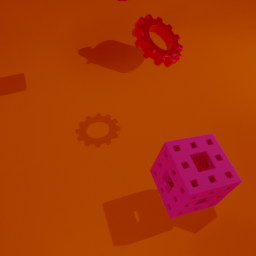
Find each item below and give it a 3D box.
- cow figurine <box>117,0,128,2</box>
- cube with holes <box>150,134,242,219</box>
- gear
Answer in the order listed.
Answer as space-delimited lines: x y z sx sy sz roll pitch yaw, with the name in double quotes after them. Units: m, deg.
-0.050 -4.428 8.337 1.145 1.126 0.628 52 22 -10 "cow figurine"
1.274 0.956 5.619 1.115 1.115 1.115 -9 55 -20 "cube with holes"
0.671 -1.937 6.215 1.227 0.227 1.227 15 60 -27 "gear"
